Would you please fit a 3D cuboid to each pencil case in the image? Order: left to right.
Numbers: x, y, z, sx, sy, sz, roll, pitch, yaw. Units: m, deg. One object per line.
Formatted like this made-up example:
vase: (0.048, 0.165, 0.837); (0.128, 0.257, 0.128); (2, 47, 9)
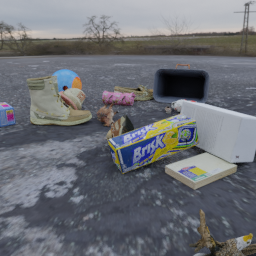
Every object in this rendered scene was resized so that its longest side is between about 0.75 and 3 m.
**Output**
pencil case: (-0.488, -1.537, 14.372); (1.658, 0.717, 0.686); (7, -16, 18)

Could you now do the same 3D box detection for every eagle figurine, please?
eagle figurine: (1.662, 1.911, 4.216); (1.297, 0.979, 0.984); (28, 63, -5)

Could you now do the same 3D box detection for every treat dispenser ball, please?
treat dispenser ball: (-3.326, -2.242, 14.890); (1.711, 1.711, 1.711); (0, 19, 0)

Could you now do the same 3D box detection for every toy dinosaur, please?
toy dinosaur: (-0.988, -0.558, 11.617); (1.054, 0.667, 1.555); (-42, 23, -23)

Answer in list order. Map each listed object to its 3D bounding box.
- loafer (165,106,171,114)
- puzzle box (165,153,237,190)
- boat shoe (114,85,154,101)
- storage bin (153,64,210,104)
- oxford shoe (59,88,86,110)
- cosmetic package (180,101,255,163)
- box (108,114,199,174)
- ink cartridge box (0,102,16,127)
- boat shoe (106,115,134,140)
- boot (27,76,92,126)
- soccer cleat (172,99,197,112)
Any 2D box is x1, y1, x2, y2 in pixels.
loafer: (1.897, -0.893, 13.085); (0.296, 0.259, 0.822); (1, 19, 2)
puzzle box: (1.903, 1.073, 7.330); (1.598, 0.203, 1.063); (-12, 22, -31)
boat shoe: (0.458, -1.947, 15.331); (2.597, 0.814, 0.952); (-10, 21, -27)
storage bin: (2.956, -2.370, 15.176); (2.830, 2.060, 1.901); (6, 9, 17)
oxford shoe: (-2.493, -1.412, 12.965); (1.081, 1.037, 2.929); (-29, 26, -11)
cosmetic package: (2.621, 0.027, 8.473); (0.893, 1.272, 2.508); (3, 14, -27)
box: (0.710, 0.380, 7.761); (2.376, 0.764, 0.833); (-20, 23, -14)
ink cartridge box: (-5.625, -0.435, 11.024); (1.945, 0.742, 1.327); (-16, 24, -35)
boat shoe: (-0.262, 0.295, 9.005); (0.767, 0.786, 2.078); (-26, 18, 14)
boot: (-2.712, -1.108, 11.121); (2.470, 1.910, 0.890); (-1, 19, -2)
soccer cleat: (2.551, -0.947, 12.666); (0.825, 0.665, 1.937); (-5, 14, -7)
